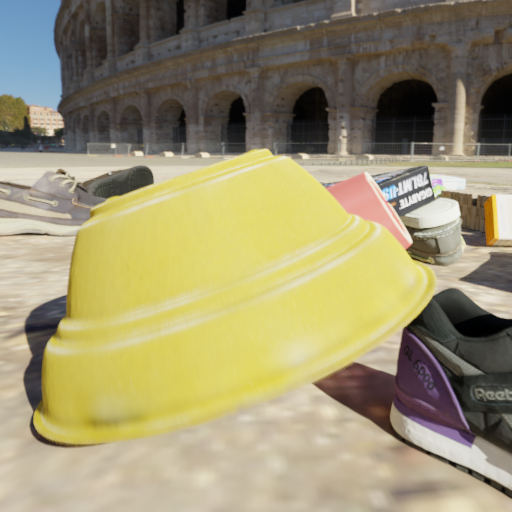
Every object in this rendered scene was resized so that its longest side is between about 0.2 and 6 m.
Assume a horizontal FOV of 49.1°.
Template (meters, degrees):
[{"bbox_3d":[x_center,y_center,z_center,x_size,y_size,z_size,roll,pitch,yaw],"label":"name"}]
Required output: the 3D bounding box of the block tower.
[{"bbox_3d":[4.924,-0.917,11.742,0.774,0.829,2.866,-3,10,-16],"label":"block tower"}]

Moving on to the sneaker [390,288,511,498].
[{"bbox_3d":[1.661,0.744,2.787,0.858,0.992,2.265,-11,15,-43],"label":"sneaker"}]

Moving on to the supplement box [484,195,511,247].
[{"bbox_3d":[4.726,-0.599,9.748,1.325,0.835,0.487,2,-16,6],"label":"supplement box"}]

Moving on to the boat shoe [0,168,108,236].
[{"bbox_3d":[-4.070,-1.099,11.300,3.510,1.287,1.307,-2,11,-10],"label":"boat shoe"}]

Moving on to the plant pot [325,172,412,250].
[{"bbox_3d":[0.921,-0.212,5.871,1.103,1.247,1.247,-34,2,17],"label":"plant pot"}]

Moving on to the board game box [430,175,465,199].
[{"bbox_3d":[4.480,-1.519,14.177,1.019,1.001,1.943,1,11,3],"label":"board game box"}]

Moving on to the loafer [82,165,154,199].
[{"bbox_3d":[-3.875,-1.821,15.138,1.185,1.212,3.320,5,12,20],"label":"loafer"}]

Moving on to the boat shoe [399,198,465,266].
[{"bbox_3d":[2.651,-0.509,9.470,1.042,0.872,2.917,-19,11,1],"label":"boat shoe"}]

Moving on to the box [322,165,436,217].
[{"bbox_3d":[0.895,-0.672,8.762,2.678,0.670,2.698,-24,13,-38],"label":"box"}]

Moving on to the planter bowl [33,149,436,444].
[{"bbox_3d":[-0.339,0.007,3.915,2.846,1.186,2.846,-19,8,3],"label":"planter bowl"}]
